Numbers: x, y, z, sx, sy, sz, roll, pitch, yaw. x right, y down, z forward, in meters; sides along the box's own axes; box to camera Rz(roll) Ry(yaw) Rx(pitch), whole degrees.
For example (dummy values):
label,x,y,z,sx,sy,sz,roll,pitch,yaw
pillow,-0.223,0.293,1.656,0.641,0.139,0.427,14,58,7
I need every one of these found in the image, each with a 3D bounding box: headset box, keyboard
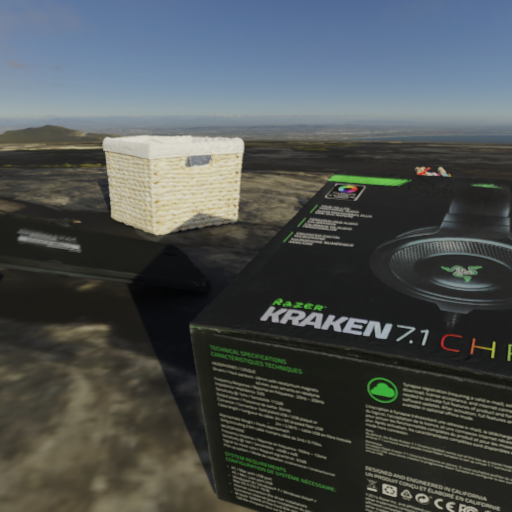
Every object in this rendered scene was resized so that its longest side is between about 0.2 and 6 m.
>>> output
label,x,y,z,sx,sy,sz,roll,pitch,yaw
headset box,1.405,0.465,3.864,2.541,1.354,2.918,7,28,24
keyboard,-2.763,0.069,7.236,4.067,0.806,2.117,11,16,-28

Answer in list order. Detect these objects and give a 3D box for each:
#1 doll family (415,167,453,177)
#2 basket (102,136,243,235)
label,x,y,z,sx,sy,sz,roll,pitch,yaw
doll family,3.520,-0.974,9.705,0.800,1.776,1.102,-35,-13,27
basket,-1.755,-1.614,11.980,2.270,1.842,2.291,-11,17,-37
